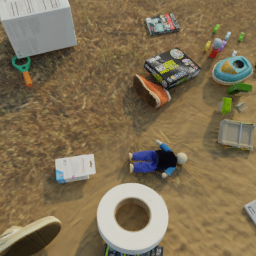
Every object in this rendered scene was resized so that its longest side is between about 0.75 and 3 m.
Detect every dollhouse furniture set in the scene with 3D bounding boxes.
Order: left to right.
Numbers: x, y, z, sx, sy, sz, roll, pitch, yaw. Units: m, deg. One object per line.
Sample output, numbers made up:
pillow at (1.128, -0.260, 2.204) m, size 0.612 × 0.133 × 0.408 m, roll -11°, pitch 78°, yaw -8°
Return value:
dollhouse furniture set at (4.189, -0.414, 11.029) m, size 1.295 × 1.001 × 2.592 m, roll 9°, pitch 83°, yaw -3°

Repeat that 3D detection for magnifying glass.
magnifying glass at (-4.485, -2.529, 12.104) m, size 0.757 × 0.213 × 1.903 m, roll -21°, pitch 62°, yaw -13°

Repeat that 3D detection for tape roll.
tape roll at (0.150, 2.851, 9.047) m, size 2.310 × 0.422 × 2.310 m, roll 2°, pitch 46°, yaw -3°

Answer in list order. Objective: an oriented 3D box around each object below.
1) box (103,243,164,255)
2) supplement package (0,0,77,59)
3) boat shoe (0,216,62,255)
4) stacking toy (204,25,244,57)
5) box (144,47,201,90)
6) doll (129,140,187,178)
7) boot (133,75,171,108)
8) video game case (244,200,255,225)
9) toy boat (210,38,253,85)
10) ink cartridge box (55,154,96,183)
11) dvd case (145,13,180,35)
box at (0.026, 4.621, 8.462) m, size 1.850 × 0.511 × 2.309 m, roll 9°, pitch 64°, yaw 5°
supplement package at (-3.889, -4.721, 12.152) m, size 2.699 × 2.049 × 2.034 m, roll -16°, pitch 62°, yaw -10°
boat shoe at (-3.527, 3.519, 8.707) m, size 2.982 × 1.076 × 0.969 m, roll -31°, pitch 43°, yaw -7°
stacking toy at (4.417, -3.972, 12.771) m, size 1.364 × 0.425 × 1.809 m, roll 25°, pitch 66°, yaw 12°
box at (1.875, -2.545, 11.819) m, size 1.931 × 0.427 × 1.547 m, roll -28°, pitch 66°, yaw -27°
doll at (1.103, 1.120, 10.191) m, size 2.105 × 0.510 × 1.436 m, roll -3°, pitch 66°, yaw -1°
boot at (0.943, -1.590, 11.544) m, size 0.979 × 0.685 × 1.826 m, roll -23°, pitch 60°, yaw -30°
video game case at (4.681, 2.939, 9.512) m, size 1.018 × 0.123 × 1.117 m, roll -23°, pitch 65°, yaw -11°
toy boat at (4.171, -2.808, 11.879) m, size 1.760 × 0.973 × 2.094 m, roll -25°, pitch 67°, yaw -11°
ink cartridge box at (-1.859, 1.456, 10.049) m, size 1.376 × 0.467 × 0.792 m, roll -8°, pitch 64°, yaw -4°
dvd case at (1.654, -4.986, 13.419) m, size 1.433 × 0.158 × 1.046 m, roll -12°, pitch 64°, yaw -7°
